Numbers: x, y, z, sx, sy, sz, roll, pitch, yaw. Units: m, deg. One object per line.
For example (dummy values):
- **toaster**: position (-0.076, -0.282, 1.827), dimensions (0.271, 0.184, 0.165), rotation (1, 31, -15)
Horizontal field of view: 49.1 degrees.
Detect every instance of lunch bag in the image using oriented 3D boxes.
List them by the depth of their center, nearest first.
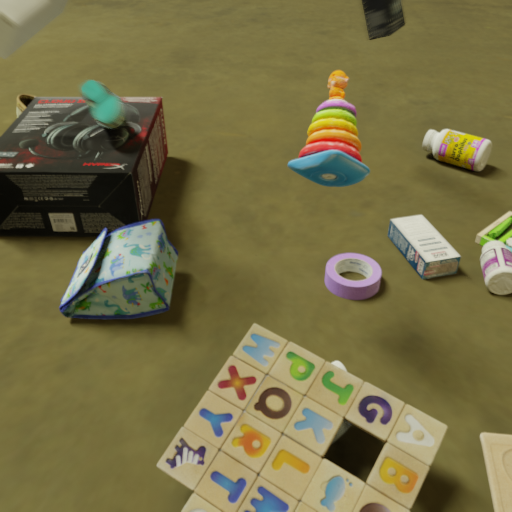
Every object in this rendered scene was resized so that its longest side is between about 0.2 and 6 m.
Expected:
- **lunch bag**: position (-2.227, 0.265, 8.998), dimensions (1.676, 1.068, 1.425), rotation (-14, 36, 13)

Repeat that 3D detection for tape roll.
- **tape roll**: position (1.626, 0.340, 9.438), dimensions (0.919, 0.301, 0.919), rotation (0, 36, 0)

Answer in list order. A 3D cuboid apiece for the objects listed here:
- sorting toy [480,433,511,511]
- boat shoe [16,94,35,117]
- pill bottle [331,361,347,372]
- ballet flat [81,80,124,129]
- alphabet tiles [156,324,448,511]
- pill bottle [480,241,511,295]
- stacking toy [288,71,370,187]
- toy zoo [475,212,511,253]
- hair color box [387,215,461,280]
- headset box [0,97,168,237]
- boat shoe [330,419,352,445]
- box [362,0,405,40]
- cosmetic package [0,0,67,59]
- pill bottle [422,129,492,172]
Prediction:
- **sorting toy**: position (3.966, 2.848, 5.959), dimensions (2.771, 0.408, 2.048), rotation (3, 32, 9)
- **boat shoe**: position (-5.111, -3.437, 14.043), dimensions (2.618, 0.869, 0.969), rotation (19, 41, 24)
- **pill bottle**: position (0.834, 1.698, 7.497), dimensions (0.762, 0.428, 0.428), rotation (-19, 41, -24)
- **ballet flat**: position (-2.805, -2.784, 10.648), dimensions (0.650, 0.650, 1.751), rotation (-15, 45, -20)
- **alphabet tiles**: position (0.242, 2.428, 5.864), dimensions (2.518, 0.114, 3.013), rotation (26, 61, 20)
- **pill bottle**: position (4.095, 0.172, 9.462), dimensions (0.542, 0.542, 0.965), rotation (6, 37, 8)
- **stacking toy**: position (0.969, -1.646, 6.997), dimensions (0.791, 1.442, 0.837), rotation (18, -17, -41)
- **toy zoo**: position (5.181, -0.146, 10.174), dimensions (1.263, 0.197, 1.925), rotation (-29, 45, -33)
- **hair color box**: position (2.974, -0.181, 10.037), dimensions (0.681, 0.412, 1.362), rotation (-9, 37, -12)
- **headset box**: position (-3.532, -2.067, 11.663), dimensions (2.920, 1.515, 3.923), rotation (1, 38, 1)
- **boat shoe**: position (0.207, 2.087, 6.663), dimensions (2.253, 0.811, 0.699), rotation (-21, 43, -21)
- **box**: position (2.452, -4.682, 10.765), dimensions (0.462, 0.787, 0.774), rotation (3, 34, 38)
- **cosmetic package**: position (-3.273, -3.557, 7.901), dimensions (0.622, 0.789, 1.466), rotation (40, 50, -16)
- **pill bottle**: position (4.582, -2.467, 12.854), dimensions (1.406, 0.733, 0.733), rotation (24, 43, 30)
